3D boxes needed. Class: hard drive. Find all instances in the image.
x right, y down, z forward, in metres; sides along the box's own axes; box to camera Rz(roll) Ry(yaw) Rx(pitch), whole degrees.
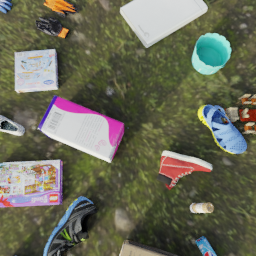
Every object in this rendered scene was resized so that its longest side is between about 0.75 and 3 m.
[{"bbox_3d":[1.458,-4.829,11.467,2.987,0.399,1.970,-33,79,-7],"label":"hard drive"}]

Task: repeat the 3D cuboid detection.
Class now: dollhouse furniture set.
[{"bbox_3d":[4.276,-0.475,10.426,1.397,0.728,1.413,1,77,-12],"label":"dollhouse furniture set"}]

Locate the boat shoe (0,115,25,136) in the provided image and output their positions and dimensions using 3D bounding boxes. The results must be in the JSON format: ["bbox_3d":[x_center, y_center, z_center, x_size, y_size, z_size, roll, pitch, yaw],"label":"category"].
[{"bbox_3d":[-4.613,-0.172,10.320,1.602,0.535,0.589,14,77,3],"label":"boat shoe"}]

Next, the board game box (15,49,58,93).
[{"bbox_3d":[-3.561,-2.224,10.898,1.589,0.327,1.585,-5,77,-1],"label":"board game box"}]

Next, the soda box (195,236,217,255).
[{"bbox_3d":[2.713,4.218,9.397,0.342,0.362,1.067,-31,79,-7],"label":"soda box"}]

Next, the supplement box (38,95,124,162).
[{"bbox_3d":[-1.547,0.084,9.854,2.597,1.342,1.314,23,77,6],"label":"supplement box"}]

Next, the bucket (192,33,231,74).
[{"bbox_3d":[3.147,-2.792,10.731,1.416,0.921,1.416,0,78,0],"label":"bucket"}]

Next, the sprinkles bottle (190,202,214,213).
[{"bbox_3d":[2.397,2.606,9.137,0.317,0.929,0.317,6,72,-19],"label":"sprinkles bottle"}]

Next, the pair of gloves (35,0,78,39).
[{"bbox_3d":[-2.923,-4.538,11.507,1.478,0.205,1.659,20,81,3],"label":"pair of gloves"}]

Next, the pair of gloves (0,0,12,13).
[{"bbox_3d":[-5.424,-5.775,11.770,1.711,0.243,2.129,24,77,6],"label":"pair of gloves"}]

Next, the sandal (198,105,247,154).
[{"bbox_3d":[3.430,0.007,10.077,0.880,0.964,2.214,-40,82,-10],"label":"sandal"}]

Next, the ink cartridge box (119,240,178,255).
[{"bbox_3d":[0.582,5.319,8.769,2.373,1.082,2.880,17,78,5],"label":"ink cartridge box"}]

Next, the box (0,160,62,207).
[{"bbox_3d":[-3.470,1.956,9.876,2.249,0.440,1.539,-2,77,0],"label":"box"}]

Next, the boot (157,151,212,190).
[{"bbox_3d":[1.976,1.633,9.874,1.806,0.654,1.303,12,78,11],"label":"boot"}]

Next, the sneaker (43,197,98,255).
[{"bbox_3d":[-1.886,3.572,9.262,1.064,0.910,2.567,28,76,13],"label":"sneaker"}]
